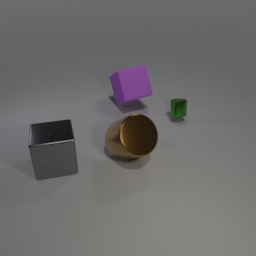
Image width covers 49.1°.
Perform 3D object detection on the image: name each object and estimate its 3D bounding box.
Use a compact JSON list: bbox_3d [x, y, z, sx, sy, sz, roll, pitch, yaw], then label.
[{"bbox_3d":[0.089,0.320,9.548,1.400,1.400,1.400,-17,0,-26],"label":"cylinder"},{"bbox_3d":[2.224,-0.884,12.266,0.700,0.700,0.700,-2,19,1],"label":"cylinder"},{"bbox_3d":[0.119,-2.000,13.088,1.400,1.400,1.400,-16,5,-18],"label":"cube"},{"bbox_3d":[-2.509,0.702,9.513,1.400,1.400,1.400,-8,33,-12],"label":"cube"}]
